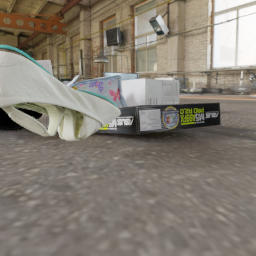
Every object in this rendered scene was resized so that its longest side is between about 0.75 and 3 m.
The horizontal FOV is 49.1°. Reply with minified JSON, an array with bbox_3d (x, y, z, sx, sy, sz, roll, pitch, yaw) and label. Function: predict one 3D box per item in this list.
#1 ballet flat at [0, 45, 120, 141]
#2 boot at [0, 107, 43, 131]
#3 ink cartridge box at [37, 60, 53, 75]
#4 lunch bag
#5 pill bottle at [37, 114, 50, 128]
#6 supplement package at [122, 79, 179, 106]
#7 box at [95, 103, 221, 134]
[{"bbox_3d":[-1.101,-0.266,4.537,1.004,1.004,2.890,5,-11,30],"label":"ballet flat"},{"bbox_3d":[-3.311,-0.460,7.795,2.291,1.034,2.795,4,5,34],"label":"boot"},{"bbox_3d":[-3.979,-1.268,9.721,2.649,1.934,1.117,-14,17,-30],"label":"ink cartridge box"},{"bbox_3d":[-1.495,-0.921,9.274,2.323,1.477,1.970,-14,3,-23],"label":"lunch bag"},{"bbox_3d":[-2.615,-0.263,8.809,0.495,0.495,0.865,-6,10,-37],"label":"pill bottle"},{"bbox_3d":[0.949,-1.437,12.937,2.069,1.522,1.978,-5,7,-38],"label":"supplement package"},{"bbox_3d":[0.682,-0.277,7.553,2.875,0.636,2.303,-5,3,-36],"label":"box"}]
